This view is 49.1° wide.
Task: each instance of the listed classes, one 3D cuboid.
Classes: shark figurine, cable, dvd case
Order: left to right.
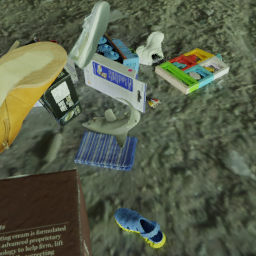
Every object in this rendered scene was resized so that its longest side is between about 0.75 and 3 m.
[{"bbox_3d":[-4.738,-1.853,9.628,1.835,0.197,2.468,-26,37,33],"label":"dvd case"},{"bbox_3d":[-0.140,0.005,7.904,1.515,2.535,1.058,9,76,-30],"label":"shark figurine"},{"bbox_3d":[0.724,-1.004,9.574,0.462,0.239,0.950,-32,55,-26],"label":"cable"}]

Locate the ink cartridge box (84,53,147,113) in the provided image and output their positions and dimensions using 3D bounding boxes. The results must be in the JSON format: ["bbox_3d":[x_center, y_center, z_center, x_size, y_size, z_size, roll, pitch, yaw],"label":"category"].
[{"bbox_3d":[-0.404,-1.575,9.407,2.647,1.253,0.491,30,54,25],"label":"ink cartridge box"}]

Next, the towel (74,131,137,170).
[{"bbox_3d":[-0.606,0.611,8.113,1.663,0.198,1.204,7,47,7],"label":"towel"}]

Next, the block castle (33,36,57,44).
[{"bbox_3d":[-3.451,-2.917,10.996,1.077,0.756,1.611,5,47,4],"label":"block castle"}]

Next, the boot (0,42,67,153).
[{"bbox_3d":[-2.323,-0.503,5.770,0.914,1.860,2.599,41,65,5],"label":"boot"}]

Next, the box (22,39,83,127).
[{"bbox_3d":[-1.921,-1.021,6.821,0.732,1.699,1.391,-40,71,-15],"label":"box"}]

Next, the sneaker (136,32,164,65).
[{"bbox_3d":[1.064,-3.118,11.299,0.978,0.767,1.969,28,61,14],"label":"sneaker"}]

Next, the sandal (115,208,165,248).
[{"bbox_3d":[0.273,2.182,6.416,1.302,0.567,0.517,21,53,21],"label":"sandal"}]

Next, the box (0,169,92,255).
[{"bbox_3d":[-1.770,2.548,4.929,2.232,2.210,2.691,-7,48,-6],"label":"box"}]

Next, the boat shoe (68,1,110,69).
[{"bbox_3d":[-0.899,-2.079,6.231,0.532,1.658,0.611,34,44,1],"label":"boat shoe"}]

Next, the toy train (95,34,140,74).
[{"bbox_3d":[-0.523,-2.796,10.787,1.325,1.005,2.319,-12,46,-23],"label":"toy train"}]

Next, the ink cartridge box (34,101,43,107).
[{"bbox_3d":[-3.186,-1.456,9.346,1.546,1.118,1.123,-4,53,-3],"label":"ink cartridge box"}]

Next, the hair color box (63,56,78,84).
[{"bbox_3d":[-2.303,-2.216,10.332,0.419,0.706,1.292,-36,46,15],"label":"hair color box"}]

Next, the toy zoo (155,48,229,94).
[{"bbox_3d":[2.607,-2.319,10.771,2.628,0.269,1.724,-29,53,-24],"label":"toy zoo"}]
